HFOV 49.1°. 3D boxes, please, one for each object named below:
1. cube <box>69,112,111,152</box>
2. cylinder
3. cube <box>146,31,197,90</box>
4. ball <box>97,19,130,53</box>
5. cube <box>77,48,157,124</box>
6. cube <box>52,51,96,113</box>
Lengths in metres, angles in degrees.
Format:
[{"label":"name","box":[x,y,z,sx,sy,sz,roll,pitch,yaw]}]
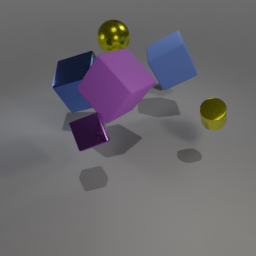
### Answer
[{"label":"cube","box":[-0.868,0.092,6.533,0.700,0.700,0.700,-21,0,1]},{"label":"cylinder","box":[2.377,-0.375,7.796,0.700,0.700,0.700,-8,64,16]},{"label":"cube","box":[1.650,-2.584,10.745,1.400,1.400,1.400,-24,35,19]},{"label":"ball","box":[-0.605,-3.789,11.709,1.400,1.400,1.400,0,31,0]},{"label":"cube","box":[-0.323,-1.245,8.148,1.400,1.400,1.400,48,39,7]},{"label":"cube","box":[-1.636,-1.614,9.943,1.400,1.400,1.400,-13,51,14]}]
